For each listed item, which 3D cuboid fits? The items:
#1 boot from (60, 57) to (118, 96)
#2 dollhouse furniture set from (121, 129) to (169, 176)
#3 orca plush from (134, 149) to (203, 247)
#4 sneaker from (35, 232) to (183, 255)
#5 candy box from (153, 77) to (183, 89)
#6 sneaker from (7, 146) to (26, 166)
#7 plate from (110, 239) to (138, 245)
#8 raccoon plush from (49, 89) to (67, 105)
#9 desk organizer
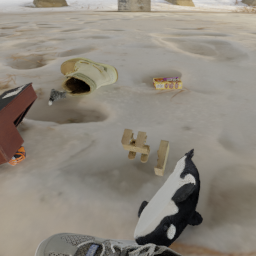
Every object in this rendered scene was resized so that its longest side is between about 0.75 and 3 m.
[{"bbox_3d":[-2.217,-2.233,12.151,2.956,1.065,2.286,15,32,23],"label":"boot"},{"bbox_3d":[0.390,0.644,6.903,1.119,0.980,0.743,10,65,15],"label":"dollhouse furniture set"},{"bbox_3d":[1.027,1.549,5.616,1.416,0.957,2.692,-39,3,23],"label":"orca plush"},{"bbox_3d":[0.073,1.913,3.892,2.845,1.167,1.063,11,32,8],"label":"sneaker"},{"bbox_3d":[1.758,-1.984,12.428,1.182,0.334,0.689,-3,29,-2],"label":"candy box"},{"bbox_3d":[-3.136,0.656,7.481,0.991,0.384,0.555,25,32,22],"label":"sneaker"},{"bbox_3d":[-0.346,2.265,4.571,1.003,0.162,1.005,2,30,3],"label":"plate"},{"bbox_3d":[-2.747,-1.145,10.985,0.602,0.435,0.898,9,56,-12],"label":"raccoon plush"},{"bbox_3d":[-3.420,-0.175,7.905,1.043,1.119,2.907,-15,26,12],"label":"desk organizer"}]
